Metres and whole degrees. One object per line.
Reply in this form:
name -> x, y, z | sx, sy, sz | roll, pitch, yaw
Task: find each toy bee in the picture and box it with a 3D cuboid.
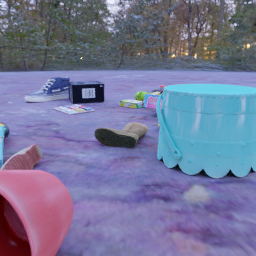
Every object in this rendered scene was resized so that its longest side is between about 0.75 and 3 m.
toy bee -> 1.476, -1.595, 13.870 | 1.214, 1.008, 1.855 | 7, 16, 29

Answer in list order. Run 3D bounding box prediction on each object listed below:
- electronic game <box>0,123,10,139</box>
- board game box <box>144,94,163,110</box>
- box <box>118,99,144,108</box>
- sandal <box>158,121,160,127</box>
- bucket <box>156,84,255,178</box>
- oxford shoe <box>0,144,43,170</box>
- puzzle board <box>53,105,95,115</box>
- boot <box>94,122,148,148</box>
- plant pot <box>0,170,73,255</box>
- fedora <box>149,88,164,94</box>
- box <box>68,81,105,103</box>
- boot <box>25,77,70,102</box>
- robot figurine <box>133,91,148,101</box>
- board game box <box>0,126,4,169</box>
electronic game -> -4.759, 0.209, 7.619 | 2.846, 0.592, 2.846 | 1, 14, 0
board game box -> 2.358, -0.903, 11.291 | 2.769, 0.558, 2.119 | 12, 8, 39
box -> 0.161, -1.202, 13.759 | 1.213, 0.293, 0.712 | 10, 17, 40
sandal -> 1.583, -0.442, 9.761 | 0.733, 0.803, 1.845 | 10, 18, 27
bucket -> 1.920, -0.108, 6.659 | 2.630, 1.711, 2.630 | 1, 14, 0
oxford shoe -> -2.319, 0.790, 5.904 | 0.517, 0.496, 1.401 | -21, 9, 14
puzzle board -> -2.471, -0.867, 12.738 | 1.263, 0.146, 1.676 | -11, 17, -36
boot -> -0.158, 0.139, 8.237 | 1.285, 0.485, 1.467 | 16, 18, 10
plant pot -> -1.291, 1.061, 3.061 | 1.404, 1.404, 1.242 | 3, 4, 13
fedora -> 1.785, -1.687, 14.896 | 1.278, 0.652, 1.445 | 6, 18, 24
box -> -2.302, -1.995, 15.300 | 1.731, 1.034, 1.760 | -5, 15, -17
boot -> -4.466, -2.200, 15.657 | 1.012, 1.256, 2.781 | 13, 19, 40
robot figurine -> 0.779, -1.674, 15.063 | 0.942, 0.545, 0.826 | 7, -6, 29
board game box -> -3.373, 0.430, 6.336 | 1.017, 0.316, 1.347 | 0, 34, -22
